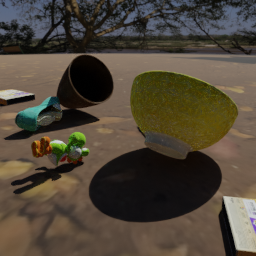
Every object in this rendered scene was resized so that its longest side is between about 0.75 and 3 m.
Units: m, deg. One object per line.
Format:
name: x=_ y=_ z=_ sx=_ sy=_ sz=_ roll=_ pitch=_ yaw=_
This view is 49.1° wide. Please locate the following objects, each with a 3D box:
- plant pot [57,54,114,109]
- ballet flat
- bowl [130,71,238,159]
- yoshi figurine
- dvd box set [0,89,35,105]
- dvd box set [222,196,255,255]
plant pot: x=-1.785 y=-1.418 z=10.154 sx=1.782 sy=1.782 sz=1.907 roll=-18 pitch=-4 yaw=-43
ballet flat: x=-2.577 y=-0.413 z=8.906 sx=0.799 sy=0.765 sz=2.271 roll=22 pitch=24 yaw=9
bowl: x=1.043 y=-0.082 z=6.272 sx=2.444 sy=1.315 sz=2.444 roll=21 pitch=-13 yaw=5
yoshi figurine: x=-1.377 y=0.342 z=6.016 sx=1.243 sy=0.696 sz=0.699 roll=9 pitch=27 yaw=-46
dvd box set: x=-5.256 y=-1.390 z=12.423 sx=1.879 sy=0.276 sz=1.375 roll=14 pitch=23 yaw=35
dvd box set: x=2.268 y=1.438 z=3.849 sx=1.737 sy=0.255 sz=1.271 roll=3 pitch=18 yaw=9
